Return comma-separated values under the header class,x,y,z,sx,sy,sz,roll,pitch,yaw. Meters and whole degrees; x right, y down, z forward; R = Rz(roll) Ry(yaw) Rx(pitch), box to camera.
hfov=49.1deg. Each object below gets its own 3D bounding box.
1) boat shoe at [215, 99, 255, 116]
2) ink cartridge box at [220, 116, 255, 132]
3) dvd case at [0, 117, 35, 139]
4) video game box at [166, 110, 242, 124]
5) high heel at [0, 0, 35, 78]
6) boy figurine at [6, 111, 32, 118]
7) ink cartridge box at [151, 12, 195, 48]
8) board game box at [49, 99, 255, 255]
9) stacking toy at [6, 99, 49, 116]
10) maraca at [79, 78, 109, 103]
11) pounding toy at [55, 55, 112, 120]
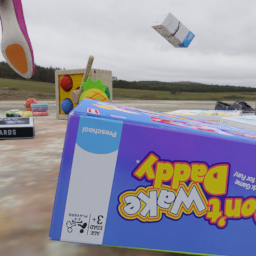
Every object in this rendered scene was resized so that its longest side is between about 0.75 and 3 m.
class,x,y,z,sx,sy,sz,roll,pitch,yaw
boat shoe,4.597,-0.794,11.690,0.892,0.845,2.551,-3,7,-22
ink cartridge box,3.178,0.209,4.275,2.555,0.648,2.900,-2,7,-4
dvd case,-3.611,-0.031,7.505,2.087,0.343,2.777,-2,8,-19
video game box,2.329,-0.250,8.561,2.117,0.544,2.323,0,6,23
high heel,-3.079,-2.813,7.795,0.913,2.711,1.301,-10,30,16
boy figurine,-4.227,-0.460,10.968,0.705,0.365,1.133,6,7,21
ink cartridge box,1.782,-3.881,11.195,1.466,0.618,1.060,32,3,-25
board game box,0.417,0.208,2.818,1.922,0.640,2.859,9,6,-8
stacking toy,-4.949,-1.026,13.747,1.768,0.825,1.953,-6,9,-43
maraca,-1.188,-0.968,9.989,1.158,1.689,0.904,3,-10,-30
pounding toy,-1.733,-1.481,11.044,2.561,2.357,1.820,5,8,35
